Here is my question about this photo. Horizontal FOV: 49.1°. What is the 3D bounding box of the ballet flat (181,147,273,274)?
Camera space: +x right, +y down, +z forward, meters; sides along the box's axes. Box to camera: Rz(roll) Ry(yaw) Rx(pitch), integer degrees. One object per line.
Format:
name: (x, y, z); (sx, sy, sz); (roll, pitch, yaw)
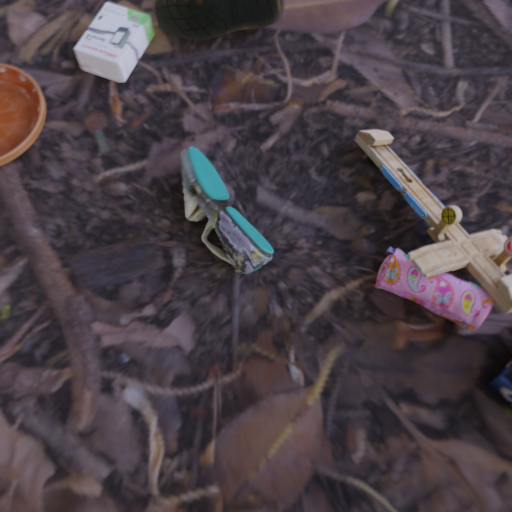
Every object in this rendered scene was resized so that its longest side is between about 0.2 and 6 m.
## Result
ballet flat: (-0.701, -0.678, 9.053); (0.871, 0.871, 2.422); (-31, 71, -13)

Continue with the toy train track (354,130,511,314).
toy train track: (2.914, -0.840, 8.826); (2.237, 0.634, 3.899); (-12, 55, -33)

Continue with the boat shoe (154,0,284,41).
boat shoe: (-0.692, -4.744, 10.827); (2.451, 0.927, 0.905); (-2, 31, 2)

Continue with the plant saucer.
plant saucer: (-4.911, -2.472, 10.052); (2.256, 0.364, 2.256); (0, 67, 0)

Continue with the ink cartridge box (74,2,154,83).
ink cartridge box: (-2.676, -4.051, 10.629); (0.948, 0.547, 1.303); (20, 68, 9)

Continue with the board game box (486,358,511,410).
board game box: (5.547, 1.531, 8.146); (3.628, 0.628, 2.458); (-40, 72, -15)

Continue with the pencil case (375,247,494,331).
pencil case: (2.702, 0.484, 8.565); (1.726, 0.755, 0.755); (26, 69, 12)
